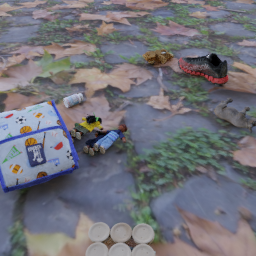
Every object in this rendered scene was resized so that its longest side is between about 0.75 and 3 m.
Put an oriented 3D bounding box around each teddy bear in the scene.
[{"bbox_3d":[1.611,-3.759,14.862,1.275,0.587,1.759,32,41,22],"label":"teddy bear"}]

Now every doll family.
[{"bbox_3d":[-1.075,0.164,9.912,2.413,0.947,1.395,31,45,25],"label":"doll family"}]

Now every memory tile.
[{"bbox_3d":[-0.197,3.258,6.541,1.724,0.189,2.249,-1,40,5],"label":"memory tile"}]

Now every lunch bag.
[{"bbox_3d":[-2.992,0.554,8.822,2.297,1.673,2.702,-16,50,-19],"label":"lunch bag"}]

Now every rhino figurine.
[{"bbox_3d":[4.266,-0.428,10.765,0.888,0.608,2.032,-41,55,-22],"label":"rhino figurine"}]

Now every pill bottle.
[{"bbox_3d":[-2.290,-1.182,11.809,0.783,0.426,0.426,-27,47,-29],"label":"pill bottle"}]

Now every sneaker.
[{"bbox_3d":[3.588,-3.056,13.362,2.687,1.313,0.950,30,51,33],"label":"sneaker"}]

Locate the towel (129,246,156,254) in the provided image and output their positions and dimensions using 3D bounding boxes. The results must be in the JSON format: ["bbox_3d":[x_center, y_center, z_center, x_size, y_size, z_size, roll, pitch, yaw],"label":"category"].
[{"bbox_3d":[0.139,3.342,6.680,0.978,0.175,1.015,6,42,12],"label":"towel"}]
